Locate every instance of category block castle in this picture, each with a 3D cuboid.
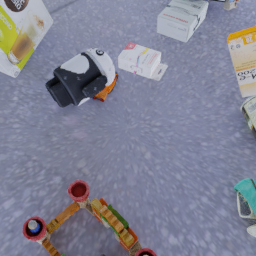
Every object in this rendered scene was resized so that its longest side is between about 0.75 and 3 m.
[{"bbox_3d":[-0.817,2.614,6.197,1.819,1.277,2.722,-39,64,-24],"label":"block castle"}]

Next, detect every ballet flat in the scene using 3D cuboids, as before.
[{"bbox_3d":[3.187,2.235,6.931,0.700,0.670,1.990,-24,56,13],"label":"ballet flat"}]

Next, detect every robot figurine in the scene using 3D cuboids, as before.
[{"bbox_3d":[-1.471,-1.606,8.903,2.209,1.378,1.659,-35,81,-12],"label":"robot figurine"}]

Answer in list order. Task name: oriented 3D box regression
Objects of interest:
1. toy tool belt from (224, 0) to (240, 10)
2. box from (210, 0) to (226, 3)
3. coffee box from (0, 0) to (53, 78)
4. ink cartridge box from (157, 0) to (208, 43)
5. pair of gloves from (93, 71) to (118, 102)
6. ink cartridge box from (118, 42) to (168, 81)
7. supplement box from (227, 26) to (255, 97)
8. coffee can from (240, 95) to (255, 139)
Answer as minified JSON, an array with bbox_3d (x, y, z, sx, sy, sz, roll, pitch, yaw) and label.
[{"bbox_3d":[4.475,-5.574,11.934,0.620,1.009,0.630,-20,45,-15],"label":"toy tool belt"},{"bbox_3d":[2.978,-5.804,11.841,1.977,0.430,1.583,-7,38,-28],"label":"box"},{"bbox_3d":[-4.745,-3.892,9.375,2.755,2.751,2.724,25,75,16],"label":"coffee box"},{"bbox_3d":[2.176,-4.452,11.283,1.394,0.790,1.901,27,59,19],"label":"ink cartridge box"},{"bbox_3d":[-1.249,-1.689,9.777,1.699,0.210,1.514,18,58,13],"label":"pair of gloves"},{"bbox_3d":[0.565,-2.391,10.045,1.620,0.547,0.943,22,59,14],"label":"ink cartridge box"},{"bbox_3d":[3.338,-1.747,7.308,1.053,1.671,0.614,-11,26,32],"label":"supplement box"},{"bbox_3d":[4.101,-0.198,8.248,1.038,1.038,1.418,-8,56,-5],"label":"coffee can"}]
